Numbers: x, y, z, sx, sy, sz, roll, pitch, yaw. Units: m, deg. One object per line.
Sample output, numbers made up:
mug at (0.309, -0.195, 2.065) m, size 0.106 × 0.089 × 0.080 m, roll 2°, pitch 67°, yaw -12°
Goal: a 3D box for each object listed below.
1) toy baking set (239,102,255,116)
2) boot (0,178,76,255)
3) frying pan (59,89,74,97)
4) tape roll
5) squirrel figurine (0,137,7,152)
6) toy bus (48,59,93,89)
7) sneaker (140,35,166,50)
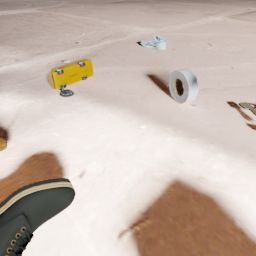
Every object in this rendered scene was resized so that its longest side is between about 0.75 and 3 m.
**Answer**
toy baking set at (4.420, -0.177, 7.868) m, size 2.537 × 0.295 × 1.947 m, roll 11°, pitch 30°, yaw 17°
boot at (-1.602, 1.803, 4.120) m, size 2.231 × 0.864 × 1.543 m, roll -28°, pitch 43°, yaw -17°
frying pan at (-2.175, -1.300, 9.871) m, size 0.505 × 0.136 × 0.834 m, roll -8°, pitch 35°, yaw -14°
tape roll at (1.764, -1.342, 8.981) m, size 0.384 × 1.098 × 1.098 m, roll -17°, pitch 35°, yaw -22°
squirrel figurine at (-4.085, 0.749, 5.271) m, size 2.610 × 1.847 × 2.436 m, roll -12°, pitch 41°, yaw 7°
toy bus at (-2.170, -2.073, 10.575) m, size 0.784 × 0.652 × 2.003 m, roll 17°, pitch 34°, yaw 35°
sneaker at (1.354, -4.603, 14.876) m, size 1.626 × 0.657 × 0.622 m, roll 23°, pitch 40°, yaw 35°
